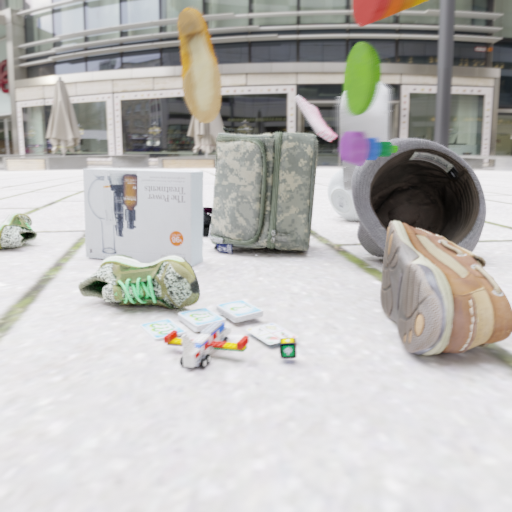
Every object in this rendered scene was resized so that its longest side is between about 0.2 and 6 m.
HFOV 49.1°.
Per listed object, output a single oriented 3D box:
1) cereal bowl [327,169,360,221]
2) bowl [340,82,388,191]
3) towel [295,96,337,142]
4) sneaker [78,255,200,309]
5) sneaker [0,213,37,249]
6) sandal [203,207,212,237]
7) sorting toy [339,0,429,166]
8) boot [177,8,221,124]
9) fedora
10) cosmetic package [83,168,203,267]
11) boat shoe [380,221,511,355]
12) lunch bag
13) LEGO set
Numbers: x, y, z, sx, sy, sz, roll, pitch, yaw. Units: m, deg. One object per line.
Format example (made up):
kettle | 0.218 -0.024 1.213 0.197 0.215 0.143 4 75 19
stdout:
cereal bowl | 2.651 -1.697 16.086 0.670 1.609 1.609 -29 27 -35
bowl | 2.516 -2.864 12.790 0.864 2.311 2.314 3 38 16
towel | 1.492 -3.401 13.895 0.223 1.093 1.493 -35 -10 19
sneaker | -1.640 0.470 7.650 2.002 0.770 0.887 0 20 35
sneaker | -5.249 -0.476 12.482 0.810 0.703 1.827 11 17 -4
sandal | -0.929 -0.834 13.819 2.804 0.671 1.054 7 13 31
sorting toy | 1.889 -2.720 8.049 1.000 2.903 1.007 -2 24 -12
boot | -0.843 -2.986 8.790 0.599 1.701 1.218 -9 17 5
fedora | 2.941 -0.843 10.905 3.030 2.680 1.368 -41 -5 -26
cosmetic package | -2.180 -0.778 10.788 2.345 1.768 0.606 4 12 19
boat shoe | 2.263 0.358 7.050 1.142 1.205 3.182 4 21 3
lunch bag | 0.139 -1.329 11.743 2.155 2.569 1.790 5 9 6
LEGO set | -0.380 0.785 6.427 1.479 0.486 1.980 -10 15 -26
